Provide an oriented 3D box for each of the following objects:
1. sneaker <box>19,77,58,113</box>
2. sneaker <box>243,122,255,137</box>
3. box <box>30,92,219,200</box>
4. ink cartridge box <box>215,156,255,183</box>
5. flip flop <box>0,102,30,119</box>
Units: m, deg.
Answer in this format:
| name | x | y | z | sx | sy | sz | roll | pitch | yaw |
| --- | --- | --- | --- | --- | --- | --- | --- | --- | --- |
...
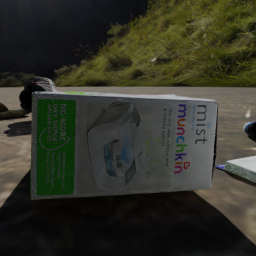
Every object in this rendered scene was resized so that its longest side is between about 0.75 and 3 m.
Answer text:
| name | x | y | z | sx | sy | sz | roll | pitch | yaw |
| --- | --- | --- | --- | --- | --- | --- | --- | --- | --- |
| sneaker | -2.902 | -1.067 | 8.807 | 1.144 | 0.965 | 2.616 | 13 | 19 | -42 |
| sneaker | 3.210 | 0.007 | 6.233 | 1.127 | 0.433 | 0.627 | -1 | 3 | 15 |
| box | -0.261 | 0.029 | 3.733 | 1.922 | 1.053 | 2.178 | 1 | 6 | -18 |
| ink cartridge box | 1.853 | 0.540 | 4.019 | 0.855 | 0.174 | 0.857 | -5 | 11 | -27 |
| flip flop | -4.340 | -0.643 | 9.347 | 0.916 | 0.650 | 2.259 | 9 | 13 | 41 |
